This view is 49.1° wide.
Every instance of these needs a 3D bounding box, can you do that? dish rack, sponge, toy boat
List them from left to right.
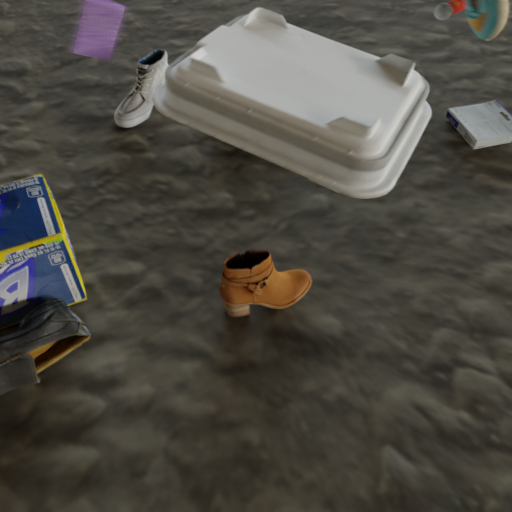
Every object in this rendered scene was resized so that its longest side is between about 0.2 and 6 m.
[{"bbox_3d":[-2.534,-3.625,8.989,0.575,1.030,0.154,8,53,-26],"label":"sponge"},{"bbox_3d":[0.798,-2.924,9.537,4.273,0.930,3.667,25,48,13],"label":"dish rack"},{"bbox_3d":[3.003,-3.473,7.834,0.522,0.944,1.124,-25,27,-8],"label":"toy boat"}]

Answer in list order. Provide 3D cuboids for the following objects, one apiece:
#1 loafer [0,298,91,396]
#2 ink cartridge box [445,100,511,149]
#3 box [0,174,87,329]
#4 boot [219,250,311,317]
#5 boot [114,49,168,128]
[{"bbox_3d":[-3.306,1.495,7.784,0.783,0.788,2.166,32,58,20],"label":"loafer"},{"bbox_3d":[4.822,-2.774,11.795,1.208,0.245,1.205,-12,50,-10],"label":"ink cartridge box"},{"bbox_3d":[-5.024,0.449,8.082,4.635,1.624,1.490,-20,52,-16],"label":"box"},{"bbox_3d":[0.169,0.277,8.523,1.546,1.200,0.593,-14,50,-11],"label":"boot"},{"bbox_3d":[-2.494,-3.689,12.117,0.734,0.954,1.996,16,51,13],"label":"boot"}]
